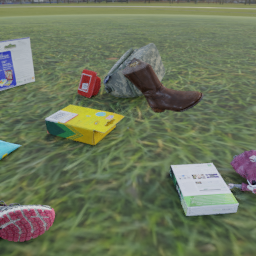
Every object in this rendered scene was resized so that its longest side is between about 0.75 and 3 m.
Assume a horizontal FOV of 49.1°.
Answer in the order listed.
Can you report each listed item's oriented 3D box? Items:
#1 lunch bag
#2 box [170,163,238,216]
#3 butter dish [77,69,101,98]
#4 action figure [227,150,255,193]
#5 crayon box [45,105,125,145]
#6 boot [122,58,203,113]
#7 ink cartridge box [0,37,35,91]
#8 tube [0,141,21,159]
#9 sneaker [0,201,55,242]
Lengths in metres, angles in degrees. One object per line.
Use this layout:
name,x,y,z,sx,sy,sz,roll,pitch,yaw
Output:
lunch bag,0.208,-2.198,11.120,1.863,1.548,2.221,-11,31,32
box,1.537,1.248,5.928,1.019,0.257,1.412,-2,26,-4
butter dish,-1.429,-1.728,11.229,0.770,1.039,1.041,10,9,-45
action figure,2.712,1.068,6.073,0.956,0.860,1.284,32,30,-14
crayon box,-1.251,-0.109,8.301,1.993,0.506,1.265,12,29,24
boot,0.676,-0.898,5.626,1.274,1.367,0.439,-12,43,34
ink cartridge box,-4.951,-2.722,11.829,0.467,1.989,1.966,19,32,33
tube,-3.548,0.745,6.703,0.818,0.532,2.112,16,24,11
sneaker,-2.135,1.543,4.870,1.682,0.678,0.628,-4,25,-7
